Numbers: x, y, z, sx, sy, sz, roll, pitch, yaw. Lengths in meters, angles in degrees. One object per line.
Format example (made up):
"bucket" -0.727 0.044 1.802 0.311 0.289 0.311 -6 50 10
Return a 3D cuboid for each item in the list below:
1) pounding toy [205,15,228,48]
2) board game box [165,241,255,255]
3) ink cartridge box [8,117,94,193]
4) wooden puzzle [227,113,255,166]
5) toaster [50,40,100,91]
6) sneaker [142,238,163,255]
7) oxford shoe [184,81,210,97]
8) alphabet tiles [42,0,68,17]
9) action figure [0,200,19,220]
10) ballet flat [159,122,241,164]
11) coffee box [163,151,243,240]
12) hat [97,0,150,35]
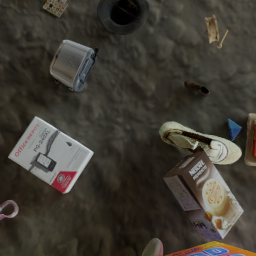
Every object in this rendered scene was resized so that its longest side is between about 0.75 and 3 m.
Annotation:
"pounding toy" 2.845 -3.088 8.966 0.599 0.597 1.045 -12 103 15
"board game box" 2.081 4.516 6.708 2.518 2.517 2.516 -5 82 -23
"ink cartridge box" -2.288 0.803 8.430 2.003 0.835 1.455 31 83 4
"wooden puzzle" 4.526 0.404 8.761 2.671 0.312 1.802 -1 82 0
"toaster" -1.700 -2.028 8.779 1.046 0.921 1.620 25 88 6
"sneaker" 0.844 4.267 8.066 1.021 0.735 1.953 23 72 -14
"oxford shoe" 2.224 -1.313 8.971 0.873 0.368 0.317 23 85 5
"alphabet tiles" -2.410 -4.262 9.546 0.682 0.031 0.815 31 84 4
"action figure" -4.507 3.126 8.163 1.771 1.593 2.378 10 96 -42
"ballet flat" 2.153 0.574 8.438 2.596 0.809 0.875 18 108 5
"coffee box" 2.125 1.884 7.927 1.203 0.838 2.103 -36 93 -32
"hat" -0.187 -3.668 9.138 1.763 0.711 1.763 2 77 -7
